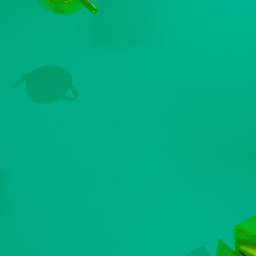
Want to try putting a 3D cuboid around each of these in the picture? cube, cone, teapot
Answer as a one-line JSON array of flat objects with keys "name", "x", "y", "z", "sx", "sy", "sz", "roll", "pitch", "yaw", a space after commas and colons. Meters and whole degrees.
[{"name": "cube", "x": 2.489, "y": 2.039, "z": 4.049, "sx": 1.304, "sy": 1.304, "sz": 1.304, "roll": -12, "pitch": 103, "yaw": -31}, {"name": "cone", "x": 1.445, "y": 2.040, "z": 3.844, "sx": 1.211, "sy": 1.211, "sz": 1.215, "roll": -3, "pitch": 31, "yaw": -1}, {"name": "teapot", "x": -1.445, "y": -3.066, "z": 5.754, "sx": 2.077, "sy": 1.017, "sz": 1.291, "roll": 37, "pitch": 103, "yaw": -16}]
